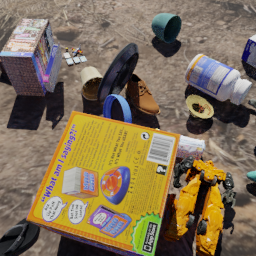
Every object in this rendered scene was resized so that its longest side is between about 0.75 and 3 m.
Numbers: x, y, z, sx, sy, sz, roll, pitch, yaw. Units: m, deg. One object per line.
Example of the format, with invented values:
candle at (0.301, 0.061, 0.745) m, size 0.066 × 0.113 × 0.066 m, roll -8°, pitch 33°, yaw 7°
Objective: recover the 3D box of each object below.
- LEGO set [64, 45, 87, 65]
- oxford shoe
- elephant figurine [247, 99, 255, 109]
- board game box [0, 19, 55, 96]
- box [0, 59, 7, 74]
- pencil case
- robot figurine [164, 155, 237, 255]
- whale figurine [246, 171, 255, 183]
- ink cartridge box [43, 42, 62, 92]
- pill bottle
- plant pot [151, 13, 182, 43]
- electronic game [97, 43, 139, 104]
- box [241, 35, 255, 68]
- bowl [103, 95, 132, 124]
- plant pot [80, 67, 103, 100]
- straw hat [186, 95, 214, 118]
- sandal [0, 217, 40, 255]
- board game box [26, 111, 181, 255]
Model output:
LEGO set at (-2.726, -3.757, 14.153) m, size 0.969 × 0.318 × 1.297 m, roll -17°, pitch 53°, yaw -17°
oxford shoe at (0.585, -1.426, 11.686) m, size 0.894 × 0.894 × 2.507 m, roll -10°, pitch 44°, yaw -27°
elephant figurine at (5.645, -0.333, 10.418) m, size 1.867 × 2.047 × 2.638 m, roll 38°, pitch 50°, yaw 1°
board game box at (-4.240, -3.152, 12.461) m, size 1.321 × 2.175 × 2.728 m, roll 3°, pitch 51°, yaw 4°
box at (-5.565, -3.022, 13.279) m, size 0.885 × 0.734 × 0.727 m, roll 19°, pitch 54°, yaw 14°
pencil case at (1.814, 0.609, 10.318) m, size 1.951 × 0.885 × 0.811 m, roll 15°, pitch 44°, yaw 10°
robot figurine at (2.231, 2.300, 8.869) m, size 2.150 × 0.863 × 2.966 m, roll 25°, pitch 55°, yaw 4°
whale figurine at (4.895, 2.062, 9.016) m, size 1.719 × 1.121 × 2.161 m, roll -20°, pitch 54°, yaw -15°
ink cartridge box at (-3.208, -2.575, 11.897) m, size 0.374 × 1.728 × 1.696 m, roll 13°, pitch 78°, yaw -5°
pill bottle at (3.873, -2.041, 12.066) m, size 2.551 × 1.429 × 1.429 m, roll 34°, pitch 59°, yaw 23°
plant pot at (1.925, -5.360, 14.768) m, size 1.429 × 1.429 × 1.147 m, roll -36°, pitch 53°, yaw -25°
electronic game at (-0.379, -2.096, 10.945) m, size 0.554 × 2.661 × 2.661 m, roll 33°, pitch 58°, yaw 8°
box at (7.216, -3.580, 13.364) m, size 2.250 × 1.284 × 2.446 m, roll -30°, pitch 57°, yaw -22°
bowl at (-0.367, -0.352, 9.324) m, size 0.302 × 1.539 × 1.539 m, roll -9°, pitch 50°, yaw -30°
plant pot at (-1.572, -2.040, 12.228) m, size 1.234 × 1.234 × 1.130 m, roll -17°, pitch 50°, yaw -13°
straw hat at (2.848, -0.731, 11.597) m, size 1.266 × 0.536 × 1.266 m, roll 12°, pitch 53°, yaw -16°
sandal at (-3.532, 3.400, 8.400) m, size 2.002 × 0.429 × 0.761 m, roll -36°, pitch 60°, yaw -25°
board game box at (-0.394, 1.751, 7.793) m, size 2.938 × 2.939 × 2.941 m, roll 13°, pitch 64°, yaw 10°
